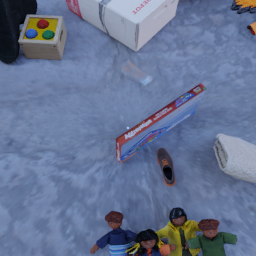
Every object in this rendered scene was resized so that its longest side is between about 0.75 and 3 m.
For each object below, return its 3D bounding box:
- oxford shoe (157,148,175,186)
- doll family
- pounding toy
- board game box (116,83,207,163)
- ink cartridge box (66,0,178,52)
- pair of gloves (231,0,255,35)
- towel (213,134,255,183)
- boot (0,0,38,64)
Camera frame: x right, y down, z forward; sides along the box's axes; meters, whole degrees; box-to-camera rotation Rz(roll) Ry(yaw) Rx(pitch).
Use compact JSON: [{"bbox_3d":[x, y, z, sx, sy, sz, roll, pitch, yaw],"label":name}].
[{"bbox_3d":[0.912,0.860,6.593,0.345,0.352,0.970,-16,61,1],"label":"oxford shoe"},{"bbox_3d":[0.614,2.261,5.299,2.693,1.057,1.557,-11,96,-6],"label":"doll family"},{"bbox_3d":[-2.760,-2.886,8.242,1.728,0.791,1.518,4,64,1],"label":"pounding toy"},{"bbox_3d":[0.744,-0.084,6.580,2.390,1.230,0.232,-33,69,-16],"label":"board game box"},{"bbox_3d":[-0.192,-3.952,8.539,2.890,1.196,2.118,37,69,17],"label":"ink cartridge box"},{"bbox_3d":[4.276,-3.753,9.007,1.514,0.210,1.699,-21,66,-10],"label":"pair of gloves"},{"bbox_3d":[2.657,0.661,5.707,1.689,2.549,0.439,18,102,9],"label":"towel"},{"bbox_3d":[-3.251,-3.087,8.143,0.753,2.036,1.668,9,33,8],"label":"boot"}]
